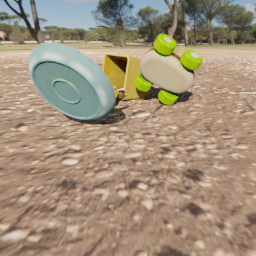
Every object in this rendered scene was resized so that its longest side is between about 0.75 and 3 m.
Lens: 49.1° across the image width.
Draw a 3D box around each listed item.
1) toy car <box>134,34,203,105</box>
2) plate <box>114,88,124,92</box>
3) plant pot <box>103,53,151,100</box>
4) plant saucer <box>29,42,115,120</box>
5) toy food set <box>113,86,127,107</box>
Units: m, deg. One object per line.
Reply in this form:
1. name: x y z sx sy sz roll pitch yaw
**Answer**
1. toy car: 1.774 -2.721 11.264 2.157 2.245 2.733 29 44 -2
2. plate: -0.368 -1.549 11.912 0.750 0.122 0.752 -28 17 -33
3. plant pot: 0.106 -2.272 12.588 1.887 1.832 1.844 -2 16 -38
4. plant saucer: -1.656 -1.109 7.843 2.727 2.727 0.374 9 52 24
5. toy food set: -0.408 -0.966 9.518 0.243 0.837 1.212 51 11 17
